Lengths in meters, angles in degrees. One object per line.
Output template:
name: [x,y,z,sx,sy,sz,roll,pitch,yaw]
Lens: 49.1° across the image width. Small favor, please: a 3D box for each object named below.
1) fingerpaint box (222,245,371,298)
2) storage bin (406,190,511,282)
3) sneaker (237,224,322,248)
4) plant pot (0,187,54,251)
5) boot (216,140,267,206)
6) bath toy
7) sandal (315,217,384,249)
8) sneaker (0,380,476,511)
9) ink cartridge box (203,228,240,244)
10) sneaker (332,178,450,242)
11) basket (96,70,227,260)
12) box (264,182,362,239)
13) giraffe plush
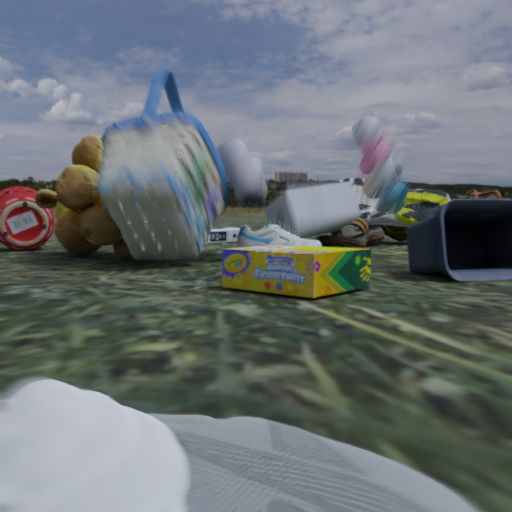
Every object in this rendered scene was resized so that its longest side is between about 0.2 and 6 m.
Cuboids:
fingerpaint box: [0.427,0.143,6.037,1.253,0.459,1.045,4,5,41]
storage bin: [2.783,-0.224,7.340,1.596,1.161,1.072,-2,-5,-19]
sneaker: [0.416,-0.241,9.682,1.500,0.606,0.574,0,3,-12]
plant pot: [-4.856,-0.726,11.629,1.322,1.322,1.204,-3,15,-27]
boot: [-0.158,-1.219,9.479,0.697,0.906,1.896,-25,-11,10]
bath toy: [2.479,-1.871,11.426,0.889,2.043,0.755,-31,-33,32]
sandal: [2.118,-0.562,12.374,1.093,0.730,2.674,3,10,35]
sneaker: [0.147,0.523,0.422,0.772,0.719,1.946,3,3,-23]
ink cartridge box: [-1.074,-0.523,14.370,1.857,0.364,0.924,-6,8,-41]
sneaker: [3.159,-0.947,13.943,3.363,1.252,1.423,13,-26,23]
basket: [-1.357,-1.310,8.780,1.763,2.535,2.235,-7,-41,10]
box: [1.120,-0.860,11.115,1.559,0.760,0.969,-12,-12,-29]
giraffe plush: [-2.892,-0.862,10.112,2.079,2.213,2.564,-23,21,29]
